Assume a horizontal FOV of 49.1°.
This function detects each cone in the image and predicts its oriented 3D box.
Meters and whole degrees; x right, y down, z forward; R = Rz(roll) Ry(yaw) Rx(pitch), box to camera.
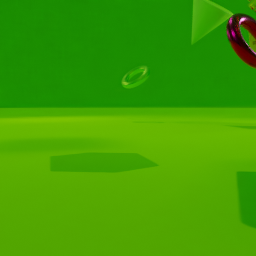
[{"bbox_3d":[2.442,-3.376,9.199,1.393,1.399,1.393,19,32,-12],"label":"cone"}]

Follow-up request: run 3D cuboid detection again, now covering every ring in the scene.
[{"bbox_3d":[3.348,-2.370,7.626,1.726,1.726,0.345,-3,-19,-33],"label":"ring"},{"bbox_3d":[0.299,-1.976,10.805,1.232,0.246,1.232,-24,34,17],"label":"ring"}]

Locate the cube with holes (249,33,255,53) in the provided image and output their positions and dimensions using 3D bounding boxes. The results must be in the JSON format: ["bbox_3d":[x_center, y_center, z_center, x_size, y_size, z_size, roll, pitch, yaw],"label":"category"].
[{"bbox_3d":[4.386,-2.662,8.485,1.007,1.007,1.007,6,20,45],"label":"cube with holes"}]

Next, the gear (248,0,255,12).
[{"bbox_3d":[3.606,-3.483,7.148,1.083,1.083,0.200,4,-6,45],"label":"gear"}]
